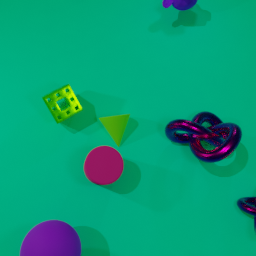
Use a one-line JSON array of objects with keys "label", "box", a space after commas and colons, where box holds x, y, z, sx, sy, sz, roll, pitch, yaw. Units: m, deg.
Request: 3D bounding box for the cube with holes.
[{"label": "cube with holes", "box": [-1.948, -0.728, 8.250, 0.841, 0.841, 0.841, -30, 106, -12]}]

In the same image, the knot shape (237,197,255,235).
[{"label": "knot shape", "box": [3.393, 1.950, 7.028, 0.694, 1.405, 1.501, 46, 78, -7]}]

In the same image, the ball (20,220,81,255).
[{"label": "ball", "box": [-1.719, 2.760, 6.290, 1.331, 1.331, 1.331, 0, 67, 0]}]

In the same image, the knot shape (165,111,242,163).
[{"label": "knot shape", "box": [2.176, 0.230, 7.558, 2.074, 1.941, 0.958, -3, 109, -18]}]

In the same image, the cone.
[{"label": "cone", "box": [-0.337, 0.106, 8.288, 0.934, 0.934, 0.938, -8, 93, -3]}]

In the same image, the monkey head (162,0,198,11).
[{"label": "monkey head", "box": [1.879, -4.678, 9.508, 1.725, 1.039, 1.241, -30, 95, -31]}]

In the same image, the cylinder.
[{"label": "cylinder", "box": [-0.673, 1.023, 7.485, 0.988, 0.988, 0.988, 2, 78, -10]}]
